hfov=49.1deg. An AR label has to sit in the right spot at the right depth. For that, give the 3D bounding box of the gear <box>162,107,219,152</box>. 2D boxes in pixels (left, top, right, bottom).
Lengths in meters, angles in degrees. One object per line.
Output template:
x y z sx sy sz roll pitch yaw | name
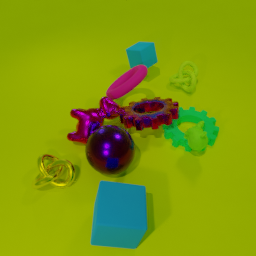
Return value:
1.943 0.000 8.745 1.679 0.311 1.679 0 46 0 | gear

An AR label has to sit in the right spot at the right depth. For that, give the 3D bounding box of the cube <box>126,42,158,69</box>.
0.509 -2.638 10.224 0.758 0.758 0.758 19 47 43 | cube

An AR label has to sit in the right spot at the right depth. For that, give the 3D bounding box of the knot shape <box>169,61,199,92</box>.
2.119 -1.936 10.163 1.117 0.516 1.046 29 86 33 | knot shape

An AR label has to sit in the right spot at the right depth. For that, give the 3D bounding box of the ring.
-0.048 -1.444 8.830 1.558 0.312 1.558 -34 20 14 | ring

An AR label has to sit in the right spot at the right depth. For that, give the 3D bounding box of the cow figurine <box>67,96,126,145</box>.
-0.915 -0.185 8.240 1.557 1.583 0.869 10 6 6 | cow figurine

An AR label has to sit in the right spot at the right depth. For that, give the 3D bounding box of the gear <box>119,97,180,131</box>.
0.662 -0.488 8.762 1.849 0.342 1.849 -8 25 4 | gear

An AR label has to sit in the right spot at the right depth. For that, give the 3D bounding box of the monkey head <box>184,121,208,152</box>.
1.945 0.218 7.620 0.767 1.067 0.643 -39 64 -14 | monkey head

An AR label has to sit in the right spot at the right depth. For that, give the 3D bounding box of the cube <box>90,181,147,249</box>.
-0.210 1.911 6.145 1.030 1.030 1.030 9 45 -8 | cube

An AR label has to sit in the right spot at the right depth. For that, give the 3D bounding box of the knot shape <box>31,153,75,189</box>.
-2.062 1.215 7.367 1.165 0.538 1.090 31 53 27 | knot shape

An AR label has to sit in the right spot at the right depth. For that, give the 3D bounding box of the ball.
-0.468 0.582 7.458 1.334 1.334 1.334 0 45 0 | ball
